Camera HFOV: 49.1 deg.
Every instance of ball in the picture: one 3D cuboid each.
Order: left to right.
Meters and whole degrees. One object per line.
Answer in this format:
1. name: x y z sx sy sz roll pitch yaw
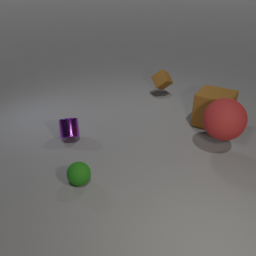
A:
1. ball: -1.438 1.331 8.181 0.700 0.700 0.700 0 28 0
2. ball: 3.194 -0.284 9.247 1.400 1.400 1.400 0 28 0

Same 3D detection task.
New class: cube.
1. cube: 1.718 -2.417 14.061 0.700 0.700 0.700 -32 -18 29
2. cube: 3.501 -0.792 11.346 1.400 1.400 1.400 17 32 27

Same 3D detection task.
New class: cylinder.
1. cylinder: -2.176 0.012 10.354 0.700 0.700 0.700 -6 -2 0
